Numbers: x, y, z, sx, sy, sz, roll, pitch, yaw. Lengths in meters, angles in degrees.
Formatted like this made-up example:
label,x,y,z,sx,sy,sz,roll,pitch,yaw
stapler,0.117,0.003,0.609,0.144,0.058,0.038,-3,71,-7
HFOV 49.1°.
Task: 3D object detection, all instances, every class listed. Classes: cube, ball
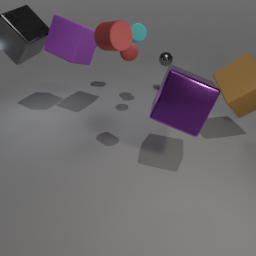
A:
label,x,y,z,sx,sy,sz,roll,pitch,yaw
cube,-4.106,-3.593,10.856,1.400,1.400,1.400,46,45,-8
ball,1.908,-3.462,14.100,0.700,0.700,0.700,0,30,0
ball,0.040,-2.901,10.671,0.700,0.700,0.700,0,30,0
cube,-2.185,-3.433,11.080,1.400,1.400,1.400,27,17,15
cube,1.540,-0.811,7.871,1.400,1.400,1.400,23,20,0
cube,4.066,-1.457,9.816,1.400,1.400,1.400,-30,54,25

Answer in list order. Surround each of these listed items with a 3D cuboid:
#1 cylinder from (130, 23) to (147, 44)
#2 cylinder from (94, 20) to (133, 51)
label,x,y,z,sx,sy,sz,roll,pitch,yaw
cylinder,0.303,-3.826,11.390,0.700,0.700,0.700,-12,12,-19
cylinder,-0.361,-2.271,6.929,0.700,0.700,0.700,-23,27,-34
